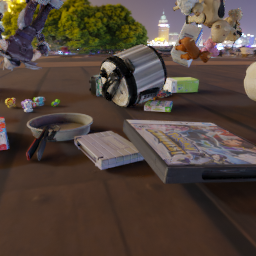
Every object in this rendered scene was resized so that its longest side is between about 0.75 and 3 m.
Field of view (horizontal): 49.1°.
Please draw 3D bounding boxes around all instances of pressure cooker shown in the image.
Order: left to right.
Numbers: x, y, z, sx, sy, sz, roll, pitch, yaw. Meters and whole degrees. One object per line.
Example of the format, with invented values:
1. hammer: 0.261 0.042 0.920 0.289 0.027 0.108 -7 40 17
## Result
1. pressure cooker: 0.024 -1.992 11.175 2.448 2.153 2.187 -28 37 -27

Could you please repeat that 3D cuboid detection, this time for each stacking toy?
1. stacking toy: -3.827 -1.063 11.357 1.312 0.409 1.740 13 21 36

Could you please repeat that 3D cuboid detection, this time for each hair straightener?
1. hair straightener: -1.931 0.314 6.753 0.531 0.282 1.380 3 29 5

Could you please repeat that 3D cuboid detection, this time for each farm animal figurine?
1. farm animal figurine: 2.438 -3.014 7.794 1.289 2.446 2.473 12 38 45

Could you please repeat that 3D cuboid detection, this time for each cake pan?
1. cake pan: -1.958 -0.055 8.213 1.883 0.345 1.883 0 18 0

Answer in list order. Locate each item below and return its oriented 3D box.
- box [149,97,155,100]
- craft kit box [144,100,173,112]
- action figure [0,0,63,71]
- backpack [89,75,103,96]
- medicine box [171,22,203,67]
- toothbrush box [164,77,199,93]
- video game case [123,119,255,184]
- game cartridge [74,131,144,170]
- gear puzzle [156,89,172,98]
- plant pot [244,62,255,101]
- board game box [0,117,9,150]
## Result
1. box: 0.873 -1.429 12.936 0.483 0.168 0.812 -6 16 -19
2. craft kit box: 1.217 -0.881 11.076 1.020 0.250 1.032 7 18 12
3. action figure: -2.453 -2.489 6.925 0.905 2.608 1.697 45 18 24
4. backpack: -1.224 -2.116 13.690 0.859 1.013 1.141 15 26 34
5. medicine box: 2.184 -3.032 10.339 0.679 1.201 1.319 26 6 13
6. toothbrush box: 2.794 -2.290 14.829 1.527 0.657 1.112 -3 18 -13
7. video game case: 1.516 0.389 6.281 2.666 0.376 2.951 2 16 -16
8. game cartridge: -0.482 0.479 6.643 1.104 0.327 1.702 -5 18 -28
9. gear puzzle: 0.979 -1.867 14.068 2.332 0.305 1.208 12 21 33
10. plant pot: 6.187 -1.922 11.264 2.585 2.585 2.366 -9 8 -27
11. board game box: -4.000 0.198 7.211 1.632 0.456 1.598 -8 19 -24
